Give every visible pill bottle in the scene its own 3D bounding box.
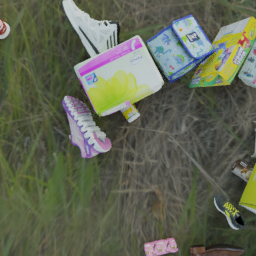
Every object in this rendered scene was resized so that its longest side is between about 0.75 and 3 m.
[{"bbox_3d":[-0.015,-0.741,10.670,0.538,0.538,0.954,-34,83,-5],"label":"pill bottle"}]

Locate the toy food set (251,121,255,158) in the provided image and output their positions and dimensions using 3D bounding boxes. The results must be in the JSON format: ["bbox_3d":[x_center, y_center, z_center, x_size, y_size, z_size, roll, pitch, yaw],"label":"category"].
[{"bbox_3d":[5.169,0.470,10.614,0.999,0.420,1.392,9,83,-11],"label":"toy food set"}]

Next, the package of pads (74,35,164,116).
[{"bbox_3d":[-0.289,-1.791,10.054,2.665,0.909,2.059,-27,84,0],"label":"package of pads"}]

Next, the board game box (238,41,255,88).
[{"bbox_3d":[4.852,-2.497,10.237,0.595,1.367,1.852,29,102,32],"label":"board game box"}]

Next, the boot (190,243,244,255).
[{"bbox_3d":[3.143,5.183,9.745,1.933,0.666,2.074,-5,78,12],"label":"boot"}]

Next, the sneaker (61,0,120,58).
[{"bbox_3d":[-1.237,-3.926,10.608,1.585,1.040,2.755,-30,101,9],"label":"sneaker"}]

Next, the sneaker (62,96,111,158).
[{"bbox_3d":[-1.790,0.023,10.374,1.174,1.068,2.655,-41,73,26],"label":"sneaker"}]

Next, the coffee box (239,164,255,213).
[{"bbox_3d":[5.470,2.185,9.250,2.112,2.135,2.132,28,81,-9],"label":"coffee box"}]

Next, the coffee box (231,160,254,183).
[{"bbox_3d":[4.364,1.632,10.415,0.889,0.354,0.508,37,82,4],"label":"coffee box"}]

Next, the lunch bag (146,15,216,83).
[{"bbox_3d":[1.974,-2.982,10.474,2.021,1.288,1.719,-32,83,8],"label":"lunch bag"}]

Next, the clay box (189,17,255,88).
[{"bbox_3d":[3.516,-2.575,10.351,0.680,1.641,2.857,33,84,-20],"label":"clay box"}]

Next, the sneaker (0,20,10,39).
[{"bbox_3d":[-5.942,-4.403,10.727,2.533,1.463,0.992,17,82,2],"label":"sneaker"}]

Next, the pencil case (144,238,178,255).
[{"bbox_3d":[1.167,4.271,9.982,1.162,0.481,0.503,-13,87,-3],"label":"pencil case"}]

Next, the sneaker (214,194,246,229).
[{"bbox_3d":[3.602,2.880,9.760,0.527,0.599,1.416,-35,86,-21],"label":"sneaker"}]
